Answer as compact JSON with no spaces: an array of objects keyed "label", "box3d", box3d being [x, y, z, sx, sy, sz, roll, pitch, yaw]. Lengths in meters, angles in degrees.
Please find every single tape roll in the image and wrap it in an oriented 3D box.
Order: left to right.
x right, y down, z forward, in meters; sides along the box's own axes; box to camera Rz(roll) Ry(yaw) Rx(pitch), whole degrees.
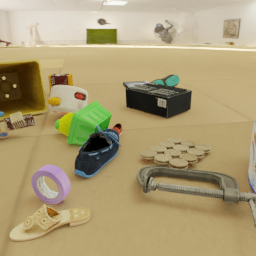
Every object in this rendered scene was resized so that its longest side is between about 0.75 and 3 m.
[{"label":"tape roll","box3d":[-1.584,1.159,5.753,0.785,0.785,0.258,8,22,20]}]

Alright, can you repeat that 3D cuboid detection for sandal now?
[{"label":"sandal","box3d":[-1.414,1.576,5.098,1.444,0.475,0.530,-8,22,-20]}]

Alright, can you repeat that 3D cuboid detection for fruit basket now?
[{"label":"fruit basket","box3d":[-1.549,-0.191,8.958,1.725,1.244,1.725,15,26,-7]}]

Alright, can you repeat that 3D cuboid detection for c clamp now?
[{"label":"c clamp","box3d":[1.328,1.183,5.918,2.604,0.353,2.225,5,12,21]}]

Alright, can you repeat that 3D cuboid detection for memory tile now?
[{"label":"memory tile","box3d":[1.351,0.667,7.746,1.424,0.156,1.858,13,21,37]}]

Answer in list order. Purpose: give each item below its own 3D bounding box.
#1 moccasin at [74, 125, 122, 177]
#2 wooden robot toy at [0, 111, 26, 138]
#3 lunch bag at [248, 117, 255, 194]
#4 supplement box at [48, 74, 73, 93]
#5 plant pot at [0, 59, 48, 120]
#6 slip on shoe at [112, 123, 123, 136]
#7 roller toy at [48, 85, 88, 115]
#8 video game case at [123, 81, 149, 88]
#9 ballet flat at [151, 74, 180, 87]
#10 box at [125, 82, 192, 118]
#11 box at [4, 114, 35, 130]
[{"label":"moccasin","box3d":[-0.680,0.466,7.470,0.907,0.769,2.255,12,26,8]},{"label":"wooden robot toy","box3d":[-4.241,0.251,8.512,2.278,1.003,1.034,-12,59,-30]},{"label":"lunch bag","box3d":[3.516,0.291,6.220,1.538,2.112,2.484,13,23,35]},{"label":"supplement box","box3d":[-3.361,-2.178,14.125,1.056,1.041,0.701,0,21,-1]},{"label":"plant pot","box3d":[-4.806,-1.619,11.421,2.139,2.125,2.188,-14,16,-33]},{"label":"slip on shoe","box3d":[-0.427,0.161,8.991,0.408,0.337,1.102,8,26,13]},{"label":"roller toy","box3d":[-2.248,-0.975,10.597,1.385,1.061,1.518,6,-4,-7]},{"label":"video game case","box3d":[0.646,-2.338,15.751,1.482,0.197,2.075,-5,21,-12]},{"label":"ballet flat","box3d":[1.726,-2.170,14.605,0.904,0.904,2.476,18,34,40]},{"label":"box","box3d":[1.265,-1.242,11.860,1.632,0.912,2.313,-23,30,-39]},{"label":"box","box3d":[-3.887,-0.228,10.012,0.950,0.356,0.476,-15,26,-31]}]
